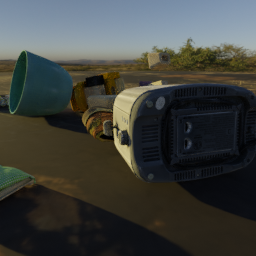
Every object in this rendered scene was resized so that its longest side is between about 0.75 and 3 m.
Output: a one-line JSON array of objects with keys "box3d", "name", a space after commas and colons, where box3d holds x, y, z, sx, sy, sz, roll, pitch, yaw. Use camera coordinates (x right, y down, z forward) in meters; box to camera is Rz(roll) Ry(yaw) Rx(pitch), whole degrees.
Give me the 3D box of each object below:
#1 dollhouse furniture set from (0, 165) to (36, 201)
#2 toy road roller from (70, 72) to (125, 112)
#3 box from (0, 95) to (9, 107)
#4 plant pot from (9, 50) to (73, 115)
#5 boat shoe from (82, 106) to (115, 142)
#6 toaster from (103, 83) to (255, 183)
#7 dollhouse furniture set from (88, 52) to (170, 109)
[{"box3d": [-2.552, 0.626, 3.539, 1.333, 1.030, 2.668, 6, 15, 21], "name": "dollhouse furniture set"}, {"box3d": [-1.221, -1.304, 10.760, 1.659, 1.397, 2.273, -6, 10, 30], "name": "toy road roller"}, {"box3d": [-5.652, -1.183, 12.220, 1.646, 0.364, 1.318, -4, 14, -15], "name": "box"}, {"box3d": [-2.995, -1.410, 9.842, 1.741, 2.170, 2.170, 11, 6, -34], "name": "plant pot"}, {"box3d": [0.020, 0.038, 6.506, 2.203, 0.792, 0.749, -1, 42, -37], "name": "boat shoe"}, {"box3d": [1.002, -0.061, 5.197, 2.792, 1.586, 1.803, -7, 13, -19], "name": "toaster"}, {"box3d": [-0.273, -1.053, 8.595, 2.894, 2.293, 2.054, -7, 0, -38], "name": "dollhouse furniture set"}]
